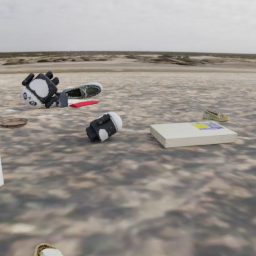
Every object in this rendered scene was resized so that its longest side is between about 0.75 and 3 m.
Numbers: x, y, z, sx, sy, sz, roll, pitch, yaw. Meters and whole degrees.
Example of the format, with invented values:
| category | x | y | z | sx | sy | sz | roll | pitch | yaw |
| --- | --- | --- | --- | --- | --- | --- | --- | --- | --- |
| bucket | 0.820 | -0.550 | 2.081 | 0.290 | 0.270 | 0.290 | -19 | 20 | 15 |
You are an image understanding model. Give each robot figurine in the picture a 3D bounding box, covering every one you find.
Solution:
| category | x | y | z | sx | sy | sz | roll | pitch | yaw |
| --- | --- | --- | --- | --- | --- | --- | --- | --- | --- |
| robot figurine | -4.632 | -2.030 | 14.892 | 1.626 | 1.350 | 2.164 | 35 | 76 | 35 |
| robot figurine | -0.822 | -0.043 | 9.647 | 1.266 | 0.790 | 0.951 | -31 | 14 | -15 |

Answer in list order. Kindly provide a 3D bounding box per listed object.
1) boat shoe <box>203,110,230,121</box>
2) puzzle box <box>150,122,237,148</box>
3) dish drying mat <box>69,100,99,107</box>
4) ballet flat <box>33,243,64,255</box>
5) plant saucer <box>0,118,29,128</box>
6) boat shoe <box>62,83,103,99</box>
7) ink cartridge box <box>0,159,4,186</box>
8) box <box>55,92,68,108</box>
| category | x | y | z | sx | sy | sz | roll | pitch | yaw |
| --- | --- | --- | --- | --- | --- | --- | --- | --- | --- |
| boat shoe | 3.963 | -0.557 | 12.577 | 1.190 | 0.373 | 0.436 | 11 | 19 | 33 |
| puzzle box | 2.274 | 0.188 | 10.020 | 2.621 | 0.333 | 1.744 | -3 | 16 | -12 |
| dish drying mat | -2.464 | -1.399 | 15.937 | 0.664 | 0.157 | 1.729 | 14 | 21 | 38 |
| ballet flat | -0.807 | 1.937 | 3.615 | 1.450 | 0.473 | 0.511 | 12 | 19 | 36 |
| plant saucer | -4.753 | -0.203 | 11.691 | 1.163 | 0.187 | 1.163 | 1 | 16 | 0 |
| boat shoe | -2.909 | -2.246 | 17.910 | 2.607 | 0.939 | 0.924 | -11 | 26 | -1 |
| ink cartridge box | -3.635 | 0.892 | 6.304 | 1.561 | 1.004 | 0.978 | 8 | 18 | 30 |
| box | -3.658 | -1.559 | 15.396 | 0.467 | 0.758 | 0.752 | -12 | 19 | -38 |
